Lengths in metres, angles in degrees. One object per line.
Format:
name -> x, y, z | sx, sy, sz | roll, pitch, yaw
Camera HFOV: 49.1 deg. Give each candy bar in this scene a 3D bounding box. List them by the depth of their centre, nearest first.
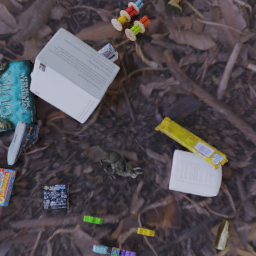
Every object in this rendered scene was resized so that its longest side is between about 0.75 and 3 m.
candy bar -> 2.184, 0.488, 9.914 | 0.703, 0.312, 2.820 | -42, 57, -19

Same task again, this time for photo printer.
photo printer -> 2.420, 1.611, 9.908 | 1.737, 0.603, 1.445 | 10, 72, 2

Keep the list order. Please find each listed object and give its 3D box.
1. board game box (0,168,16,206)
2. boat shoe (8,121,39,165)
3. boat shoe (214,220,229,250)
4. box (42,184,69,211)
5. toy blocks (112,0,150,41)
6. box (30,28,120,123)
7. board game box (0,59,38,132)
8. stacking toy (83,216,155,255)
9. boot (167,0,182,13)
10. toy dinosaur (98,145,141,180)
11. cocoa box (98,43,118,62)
board game box -> -4.759, 2.030, 9.914 | 1.232, 0.352, 1.259 | 8, 75, 3
boat shoe -> -3.806, 0.612, 10.226 | 0.589, 0.756, 1.665 | 30, 102, 50
boat shoe -> 3.232, 3.625, 9.494 | 0.327, 0.365, 0.985 | 26, 77, -6
box -> -2.547, 2.431, 9.878 | 0.907, 0.225, 0.900 | -3, 73, -1
toy blocks -> 0.332, -4.603, 11.728 | 1.343, 0.585, 1.612 | 40, 78, 11
box -> -1.868, -1.642, 9.473 | 2.287, 2.275, 1.495 | 33, 63, -10
board game box -> -4.572, -1.246, 10.856 | 1.866, 0.388, 2.759 | -10, 74, -3
stacking toy -> -0.466, 4.078, 9.271 | 2.436, 0.572, 1.837 | 11, 72, 5
boot -> 2.230, -5.508, 12.148 | 0.772, 0.292, 0.882 | 36, 76, 10
toy dinosaur -> -0.420, 1.270, 10.086 | 0.922, 0.694, 1.803 | -36, 71, -22
cocoa box -> -0.880, -2.802, 10.966 | 0.829, 0.544, 0.553 | -31, 33, 19
